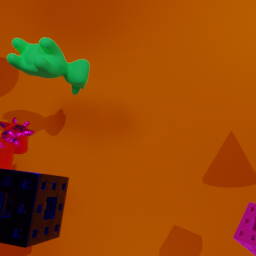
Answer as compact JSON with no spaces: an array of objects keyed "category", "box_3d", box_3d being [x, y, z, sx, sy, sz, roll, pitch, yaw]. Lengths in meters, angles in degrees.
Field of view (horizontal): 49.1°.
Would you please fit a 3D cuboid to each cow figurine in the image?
[{"category":"cow figurine","box_3d":[-2.305,0.342,5.012,0.748,1.363,1.341,16,75,6]},{"category":"cow figurine","box_3d":[-1.537,-1.266,5.801,1.435,1.412,0.788,8,78,19]}]

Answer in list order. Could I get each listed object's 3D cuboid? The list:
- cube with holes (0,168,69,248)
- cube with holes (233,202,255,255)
[{"category":"cube with holes","box_3d":[-1.583,1.130,4.184,0.945,0.945,0.945,4,78,14]},{"category":"cube with holes","box_3d":[2.443,1.840,4.809,0.720,0.720,0.720,40,72,-18]}]
